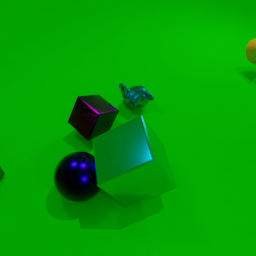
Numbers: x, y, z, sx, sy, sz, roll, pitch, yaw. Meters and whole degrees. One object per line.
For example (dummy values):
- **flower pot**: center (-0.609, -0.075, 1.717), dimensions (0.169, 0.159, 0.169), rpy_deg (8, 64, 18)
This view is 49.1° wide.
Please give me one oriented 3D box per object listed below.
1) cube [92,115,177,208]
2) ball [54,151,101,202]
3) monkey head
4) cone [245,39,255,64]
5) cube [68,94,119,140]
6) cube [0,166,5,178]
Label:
- **cube**: center (0.123, 0.755, 6.104), dimensions (1.266, 1.266, 1.266), rpy_deg (-26, 46, 14)
- **ball**: center (-1.076, 1.073, 6.210), dimensions (1.110, 1.110, 1.110), rpy_deg (0, 47, 0)
- **monkey head**: center (0.196, -1.039, 8.308), dimensions (0.789, 0.942, 1.310), rpy_deg (-32, 28, -11)
- **cone**: center (4.489, -2.564, 9.235), dimensions (0.882, 0.882, 0.885), rpy_deg (0, 10, 0)
- **cube**: center (-0.922, -0.307, 7.437), dimensions (0.840, 0.840, 0.840), rpy_deg (39, 28, 23)
- **cube**: center (-3.881, 0.796, 6.294), dimensions (1.296, 1.296, 1.296), rpy_deg (31, 56, 26)
